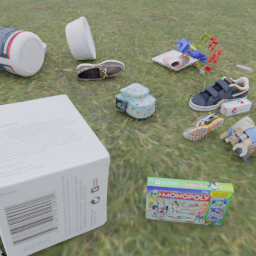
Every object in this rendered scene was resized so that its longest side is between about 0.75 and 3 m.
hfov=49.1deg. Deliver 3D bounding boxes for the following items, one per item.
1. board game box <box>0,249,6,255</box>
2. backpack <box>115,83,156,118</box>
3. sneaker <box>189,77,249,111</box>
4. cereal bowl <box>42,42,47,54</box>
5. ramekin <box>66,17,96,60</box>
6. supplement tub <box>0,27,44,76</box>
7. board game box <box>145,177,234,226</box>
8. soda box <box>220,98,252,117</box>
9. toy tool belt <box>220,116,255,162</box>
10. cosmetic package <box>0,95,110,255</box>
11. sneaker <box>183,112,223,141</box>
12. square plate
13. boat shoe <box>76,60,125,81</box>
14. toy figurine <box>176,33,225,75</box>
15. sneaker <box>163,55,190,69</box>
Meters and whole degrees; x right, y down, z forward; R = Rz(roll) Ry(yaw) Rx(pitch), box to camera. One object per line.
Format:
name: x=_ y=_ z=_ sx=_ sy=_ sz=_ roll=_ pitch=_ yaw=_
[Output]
board game box: x=-2.403 y=3.568 z=5.396 sx=2.423 sy=0.284 sz=1.270 roll=28 pitch=48 yaw=31
backpack: x=0.352 y=-1.010 z=10.614 sx=1.386 sy=1.063 sz=1.219 roll=36 pitch=45 yaw=28
sneaker: x=3.647 y=-1.455 z=11.202 sx=2.570 sy=1.021 sz=1.008 roll=-15 pitch=42 yaw=-16
cereal bowl: x=-4.977 y=-4.053 z=14.834 sx=1.386 sy=0.577 sz=1.386 roll=0 pitch=39 yaw=0
ramekin: x=-2.403 y=-4.445 z=14.236 sx=0.993 sy=2.133 sz=2.133 roll=-12 pitch=38 yaw=6
supplement tub: x=-5.621 y=-3.651 z=13.162 sx=2.858 sy=2.006 sz=2.006 roll=17 pitch=41 yaw=20
board game box: x=1.412 y=1.799 z=6.797 sx=1.944 sy=1.308 sz=0.283 roll=4 pitch=39 yaw=5
soda box: x=4.173 y=-0.797 z=10.837 sx=1.156 sy=0.394 sz=0.368 roll=-12 pitch=40 yaw=-16
toy tool belt: x=3.673 y=0.535 z=8.804 sx=1.114 sy=1.132 sz=1.813 roll=-29 pitch=33 yaw=14
cosmetic package: x=-2.119 y=0.981 z=6.849 sx=2.363 sy=2.361 sz=2.864 roll=-14 pitch=40 yaw=-26
sneaker: x=2.514 y=-0.073 z=9.645 sx=1.543 sy=0.604 sz=0.596 roll=-21 pitch=52 yaw=-19
square plate: x=2.393 y=-3.422 z=14.304 sx=1.699 sy=0.244 sz=1.715 roll=-29 pitch=46 yaw=-31
boat shoe: x=-1.268 y=-2.580 z=12.813 sx=2.240 sy=0.805 sz=0.667 roll=-3 pitch=41 yaw=3
toy figurine: x=3.080 y=-4.003 z=13.432 sx=1.783 sy=1.569 sz=2.975 roll=23 pitch=31 yaw=-20
sneaker: x=2.471 y=-3.133 z=13.479 sx=1.480 sy=0.557 sz=0.774 roll=-5 pitch=37 yaw=-25
